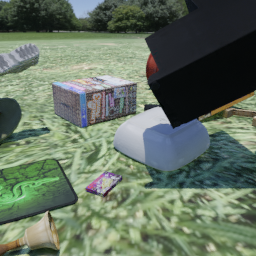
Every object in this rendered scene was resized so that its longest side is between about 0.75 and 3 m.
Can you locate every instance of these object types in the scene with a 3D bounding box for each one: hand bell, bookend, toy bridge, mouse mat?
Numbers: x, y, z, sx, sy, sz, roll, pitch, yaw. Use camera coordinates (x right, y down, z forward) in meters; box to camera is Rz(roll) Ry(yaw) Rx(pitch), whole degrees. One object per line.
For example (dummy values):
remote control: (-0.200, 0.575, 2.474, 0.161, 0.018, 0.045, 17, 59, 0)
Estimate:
hand bell: (-1.646, 1.703, 4.114, 1.137, 0.592, 0.592, -17, 25, -12)
bookend: (1.669, -1.967, 5.941, 2.966, 1.366, 2.947, -26, 44, 11)
toy bridge: (4.373, -0.284, 9.202, 0.796, 0.322, 2.369, -17, 27, -37)
mouse mat: (-2.443, 1.266, 5.626, 2.497, 0.094, 2.009, -11, 24, -24)

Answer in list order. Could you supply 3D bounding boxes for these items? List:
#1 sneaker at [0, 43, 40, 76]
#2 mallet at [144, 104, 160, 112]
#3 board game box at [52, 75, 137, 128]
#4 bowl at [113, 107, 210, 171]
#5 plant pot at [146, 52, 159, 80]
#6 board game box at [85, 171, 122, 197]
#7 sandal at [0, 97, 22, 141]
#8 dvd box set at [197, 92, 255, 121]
sneaker: (-3.191, -1.631, 7.555, 1.764, 0.723, 0.659, -23, 71, -17)
mallet: (0.734, -0.385, 9.516, 0.604, 0.377, 1.833, 5, 26, 11)
board game box: (-1.172, -1.058, 10.013, 2.382, 1.154, 1.899, -17, 27, -36)
bowl: (0.902, 0.129, 7.376, 2.129, 0.795, 2.126, 24, 34, 38)
plant pot: (2.397, -2.761, 13.250, 2.273, 2.273, 2.210, -19, 36, -40)
board game box: (-0.491, 1.160, 5.856, 0.450, 0.121, 0.750, 7, 22, 27)
sandal: (-4.035, 0.022, 7.206, 2.885, 1.146, 0.823, -31, 6, -39)
dvd box set: (2.957, -1.125, 10.461, 2.749, 0.404, 2.011, -22, 26, -22)
